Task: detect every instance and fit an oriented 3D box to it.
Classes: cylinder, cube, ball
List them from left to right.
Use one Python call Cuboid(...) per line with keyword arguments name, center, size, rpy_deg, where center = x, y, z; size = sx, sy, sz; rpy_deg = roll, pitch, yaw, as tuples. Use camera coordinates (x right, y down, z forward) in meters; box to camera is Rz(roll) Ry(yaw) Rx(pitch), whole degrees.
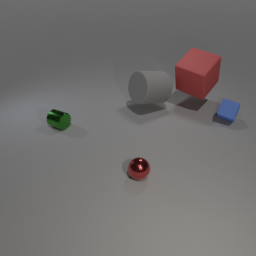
Cuboid(name="cylinder", center=(-2.788, -0.347, 11.301), size=(0.700, 0.700, 0.700), rpy_deg=(17, 36, 24))
Cuboid(name="ball", center=(0.343, 1.258, 8.698), size=(0.700, 0.700, 0.700), rpy_deg=(0, 31, 0))
Cuboid(name="cylinder", center=(0.960, -1.756, 12.125), size=(1.400, 1.400, 1.400), rpy_deg=(-7, 30, -35))
Cuboid(name="cube", center=(2.993, -2.346, 12.060), size=(1.400, 1.400, 1.400), rpy_deg=(28, 62, 29))
Cuboid(name="cube", center=(4.157, -0.721, 11.586), size=(0.700, 0.700, 0.700), rpy_deg=(23, 0, 22))
